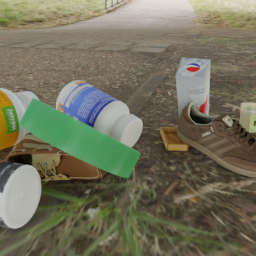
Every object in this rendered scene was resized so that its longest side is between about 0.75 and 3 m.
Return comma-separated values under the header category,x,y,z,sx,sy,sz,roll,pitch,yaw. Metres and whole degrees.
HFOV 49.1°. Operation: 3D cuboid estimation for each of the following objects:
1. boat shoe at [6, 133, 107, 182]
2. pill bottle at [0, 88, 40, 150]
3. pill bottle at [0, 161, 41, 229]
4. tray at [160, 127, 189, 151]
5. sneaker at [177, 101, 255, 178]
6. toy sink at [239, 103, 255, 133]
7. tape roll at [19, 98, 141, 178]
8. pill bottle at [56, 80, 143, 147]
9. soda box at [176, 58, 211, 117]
category,x,y,z,sx,sy,sz,roll,pitch,yaw
boat shoe,-1.549,0.737,5.790,2.423,0.917,0.895,4,33,33
pill bottle,-3.483,-0.143,6.804,1.513,1.513,2.724,16,23,32
pill bottle,-2.571,1.027,4.737,1.940,1.030,1.030,4,24,16
tray,1.223,0.281,7.557,0.543,0.204,1.101,1,23,-4
sneaker,2.277,0.225,6.470,2.597,0.981,0.915,26,39,31
toy sink,3.554,-0.304,7.975,0.531,0.814,0.456,-2,8,-18
tape roll,-0.898,0.201,5.465,2.322,0.558,2.322,27,-3,2
pill bottle,-0.747,-0.309,7.431,2.209,1.238,1.238,31,36,27
soda box,1.742,-0.790,7.404,0.732,2.145,0.680,10,55,21
